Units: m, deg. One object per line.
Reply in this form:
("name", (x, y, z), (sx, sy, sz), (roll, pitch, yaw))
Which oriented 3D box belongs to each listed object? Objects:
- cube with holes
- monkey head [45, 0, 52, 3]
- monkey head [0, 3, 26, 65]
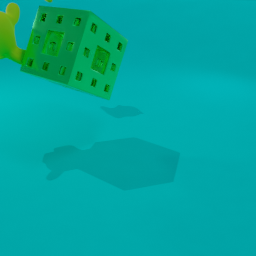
("cube with holes", (-1.079, -1.510, 5.807), (1.360, 1.360, 1.360), (19, 3, 30))
("monkey head", (-2.084, -4.253, 7.996), (1.606, 1.155, 0.968), (45, 62, 10))
("monkey head", (-2.571, -1.839, 5.757), (1.143, 0.957, 1.588), (22, 54, 2))
